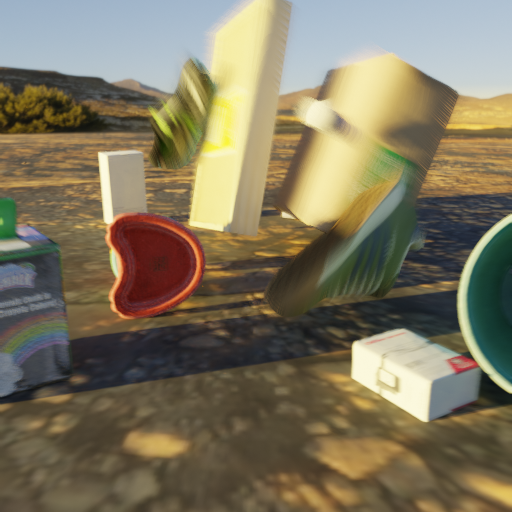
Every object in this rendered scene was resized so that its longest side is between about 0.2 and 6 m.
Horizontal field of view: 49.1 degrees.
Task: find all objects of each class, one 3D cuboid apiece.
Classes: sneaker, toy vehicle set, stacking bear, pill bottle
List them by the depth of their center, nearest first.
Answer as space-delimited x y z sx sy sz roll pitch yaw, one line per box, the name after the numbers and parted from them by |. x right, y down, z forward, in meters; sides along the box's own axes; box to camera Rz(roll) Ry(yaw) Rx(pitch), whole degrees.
1.211 0.132 6.596 2.419 1.086 0.811 -43 20 -29 | sneaker
-1.450 -0.027 7.505 1.167 1.246 2.053 -4 9 -18 | stacking bear
1.019 -1.782 7.547 0.643 0.357 0.357 22 2 -32 | pill bottle
-0.361 -2.225 9.604 0.485 3.657 2.272 7 4 -23 | toy vehicle set
-1.358 -2.439 10.019 0.773 2.181 0.904 41 36 19 | sneaker

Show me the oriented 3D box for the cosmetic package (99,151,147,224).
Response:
-2.742 -1.405 11.605 0.796 1.479 0.627 -9 18 -28 | cosmetic package

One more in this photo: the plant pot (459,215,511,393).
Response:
2.782 0.390 5.078 1.696 1.696 1.594 7 2 23 | plant pot

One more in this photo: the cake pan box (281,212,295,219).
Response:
1.768 -1.173 12.634 1.826 0.518 1.982 10 18 24 | cake pan box

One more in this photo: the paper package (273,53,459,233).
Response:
1.691 -1.690 9.369 1.438 2.780 2.650 21 7 -17 | paper package

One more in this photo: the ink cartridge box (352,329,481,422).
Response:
1.379 1.014 4.933 0.651 0.373 0.896 -9 18 -30 | ink cartridge box

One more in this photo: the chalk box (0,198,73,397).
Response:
-2.379 0.304 5.054 1.040 1.671 1.034 -11 19 -34 | chalk box
